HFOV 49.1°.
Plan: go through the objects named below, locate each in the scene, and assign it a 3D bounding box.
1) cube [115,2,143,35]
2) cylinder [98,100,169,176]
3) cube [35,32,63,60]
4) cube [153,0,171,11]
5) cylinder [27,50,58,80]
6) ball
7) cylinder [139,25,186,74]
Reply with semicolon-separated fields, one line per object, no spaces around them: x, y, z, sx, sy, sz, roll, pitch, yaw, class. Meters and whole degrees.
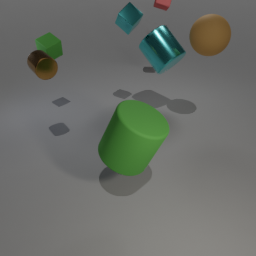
0.034;-4.144;10.624;0.700;0.700;0.700;41;74;-4;cube
0.116;0.246;7.086;1.400;1.400;1.400;18;36;-14;cylinder
-3.024;-3.102;10.767;0.700;0.700;0.700;39;60;20;cube
1.693;-6.165;13.454;0.700;0.700;0.700;15;6;-7;cube
-2.570;-1.899;8.418;0.700;0.700;0.700;-21;43;-30;cylinder
2.858;-3.228;9.779;1.400;1.400;1.400;0;32;0;ball
1.384;-3.145;11.337;1.400;1.400;1.400;-32;85;-41;cylinder
